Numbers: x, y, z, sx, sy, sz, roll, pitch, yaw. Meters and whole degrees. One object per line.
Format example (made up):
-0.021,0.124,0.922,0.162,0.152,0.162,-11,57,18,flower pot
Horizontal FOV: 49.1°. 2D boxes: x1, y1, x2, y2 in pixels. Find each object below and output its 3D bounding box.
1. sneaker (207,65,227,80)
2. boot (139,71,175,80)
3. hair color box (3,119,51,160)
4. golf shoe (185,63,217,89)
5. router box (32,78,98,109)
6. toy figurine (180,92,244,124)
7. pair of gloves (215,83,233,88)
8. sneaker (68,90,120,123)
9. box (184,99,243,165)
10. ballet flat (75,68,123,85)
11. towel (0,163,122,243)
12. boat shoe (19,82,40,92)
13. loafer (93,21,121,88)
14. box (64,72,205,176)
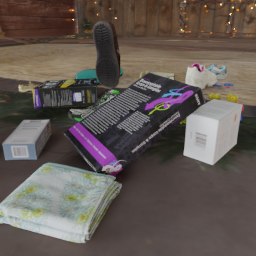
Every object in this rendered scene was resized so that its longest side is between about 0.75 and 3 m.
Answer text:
4.422,-3.038,15.046,1.801,0.777,0.699,-3,23,-8,sneaker
1.404,-2.269,13.279,1.557,0.725,2.013,8,22,16,boot
-2.597,0.265,7.392,0.779,0.477,1.574,0,23,-1,hair color box
3.509,-2.495,13.159,0.993,1.206,2.636,8,22,35,golf shoe
-2.235,-1.382,10.662,2.135,0.709,2.716,-3,16,-5,router box
2.728,-0.341,8.823,1.314,1.157,2.193,23,-7,-40,toy figurine
4.641,-2.111,13.691,0.900,0.103,0.723,10,24,22,pair of gloves
-0.761,-0.693,8.968,2.461,1.048,0.960,-15,24,-30,sneaker
2.147,0.041,7.041,0.802,1.148,1.507,18,28,36,box
-1.459,-2.554,14.000,2.466,0.901,0.901,-15,26,-18,ballet flat
-1.188,1.245,5.063,1.812,0.436,1.551,7,22,17,towel
-4.406,-1.907,12.763,1.104,0.421,0.396,-17,28,-35,boat shoe
-0.521,-2.219,8.502,0.789,2.160,0.767,13,42,13,loafer
0.074,-0.221,6.873,2.988,0.539,2.136,-38,34,-12,box
